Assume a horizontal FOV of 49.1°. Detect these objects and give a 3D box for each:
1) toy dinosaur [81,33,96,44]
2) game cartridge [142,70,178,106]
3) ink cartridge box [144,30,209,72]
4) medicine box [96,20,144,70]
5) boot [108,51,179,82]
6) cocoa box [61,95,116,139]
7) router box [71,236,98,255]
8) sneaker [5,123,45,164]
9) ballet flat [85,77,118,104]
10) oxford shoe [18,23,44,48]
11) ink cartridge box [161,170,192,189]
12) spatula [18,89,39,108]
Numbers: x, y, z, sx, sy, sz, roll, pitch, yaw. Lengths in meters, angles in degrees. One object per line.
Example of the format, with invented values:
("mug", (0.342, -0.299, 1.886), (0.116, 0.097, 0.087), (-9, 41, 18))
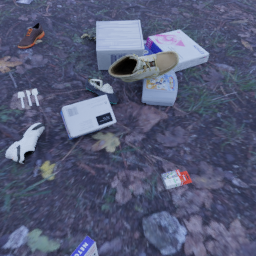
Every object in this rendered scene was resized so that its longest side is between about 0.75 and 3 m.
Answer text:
("toy dinosaur", (-1.869, -5.013, 15.666), (1.804, 0.428, 0.795), (13, 41, 8))
("game cartridge", (1.435, -1.934, 12.598), (1.566, 0.488, 2.352), (2, 48, 3))
("ink cartridge box", (2.237, -4.003, 14.502), (2.799, 0.606, 2.748), (-19, 51, -19))
("medicine box", (-0.427, -4.191, 14.058), (2.248, 1.270, 2.468), (-3, 52, -3))
("boot", (0.700, -2.559, 11.372), (2.710, 0.977, 2.096), (-14, 1, 15))
("cocoa box", (-1.496, -0.390, 10.406), (1.704, 1.118, 1.136), (-19, 89, -18))
("router box", (-1.241, 3.438, 7.037), (0.282, 1.037, 1.155), (27, 51, 23))
("sneaker", (-3.560, 0.559, 10.204), (0.727, 0.670, 1.817), (29, 55, 7))
("ballet flat", (-1.152, -1.707, 12.224), (1.882, 0.687, 0.687), (32, 54, 27))
("oxford shoe", (-5.441, -5.112, 15.483), (0.749, 0.764, 2.105), (13, 47, 12))
("ink cartridge box", (1.623, 1.666, 9.302), (0.933, 0.235, 0.508), (-12, 47, -10))
("spatula", (-4.351, -1.284, 12.278), (0.844, 0.098, 1.214), (-11, 48, -18))
